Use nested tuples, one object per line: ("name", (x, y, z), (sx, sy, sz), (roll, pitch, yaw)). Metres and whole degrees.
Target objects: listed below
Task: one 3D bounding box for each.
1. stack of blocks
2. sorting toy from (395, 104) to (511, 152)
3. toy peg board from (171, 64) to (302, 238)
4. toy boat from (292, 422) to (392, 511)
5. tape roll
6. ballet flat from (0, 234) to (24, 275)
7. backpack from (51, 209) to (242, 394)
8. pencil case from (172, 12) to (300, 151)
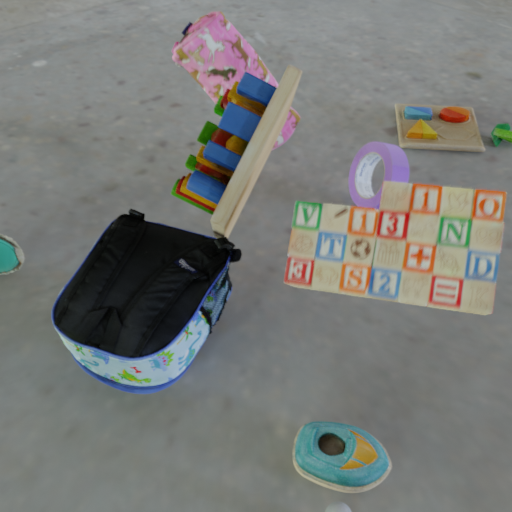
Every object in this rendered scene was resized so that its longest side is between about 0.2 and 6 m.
("stack of blocks", (1.442, -0.130, 5.966), (2.099, 0.615, 1.208), (7, 85, 17))
("sorting toy", (4.075, -2.666, 11.352), (2.373, 0.349, 1.754), (4, 43, 5))
("toy peg board", (-0.390, -1.363, 7.240), (0.990, 2.015, 2.024), (26, 86, -1))
("toy boat", (0.887, 2.296, 5.862), (1.067, 0.590, 1.269), (7, 43, 7))
("tape roll", (1.996, -1.299, 9.207), (0.364, 1.109, 1.109), (4, 39, -27))
("ballet flat", (-4.165, -0.076, 8.322), (1.860, 0.668, 0.668), (1, 42, 14))
("backpack", (-1.359, 0.681, 6.943), (1.806, 1.450, 1.973), (17, 50, 15))
("pencil case", (-0.289, -2.733, 9.091), (1.030, 2.380, 0.985), (8, 58, 54))
